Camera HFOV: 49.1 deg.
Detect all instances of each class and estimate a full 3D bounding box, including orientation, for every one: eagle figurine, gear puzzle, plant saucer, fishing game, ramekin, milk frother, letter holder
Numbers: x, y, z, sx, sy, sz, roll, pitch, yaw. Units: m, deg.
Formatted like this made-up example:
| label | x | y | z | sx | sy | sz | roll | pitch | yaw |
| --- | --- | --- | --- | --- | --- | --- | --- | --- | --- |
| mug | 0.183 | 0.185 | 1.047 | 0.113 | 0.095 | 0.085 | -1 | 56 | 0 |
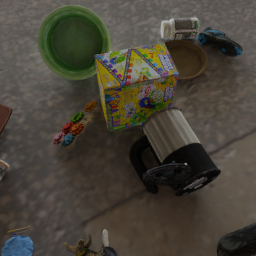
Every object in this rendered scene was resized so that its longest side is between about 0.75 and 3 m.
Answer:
| label | x | y | z | sx | sy | sz | roll | pitch | yaw |
| --- | --- | --- | --- | --- | --- | --- | --- | --- | --- |
| eagle figurine | -0.596 | 3.903 | 7.378 | 2.158 | 1.637 | 1.628 | 24 | 97 | 31 |
| gear puzzle | -1.835 | -0.234 | 10.200 | 1.159 | 0.293 | 2.238 | 10 | 54 | 44 |
| plant saucer | 2.259 | -2.925 | 12.177 | 2.352 | 0.347 | 2.352 | 0 | 59 | 1 |
| fishing game | -3.274 | 3.660 | 8.287 | 0.969 | 0.210 | 1.354 | -15 | 53 | -9 |
| ramekin | -2.067 | -3.346 | 11.086 | 2.697 | 2.697 | 1.317 | -7 | 19 | -4 |
| milk frother | 1.253 | 0.625 | 8.666 | 2.455 | 2.720 | 2.558 | -23 | 61 | -9 |
| letter holder | -5.191 | 0.481 | 9.517 | 1.990 | 1.408 | 2.799 | 18 | 61 | 9 |

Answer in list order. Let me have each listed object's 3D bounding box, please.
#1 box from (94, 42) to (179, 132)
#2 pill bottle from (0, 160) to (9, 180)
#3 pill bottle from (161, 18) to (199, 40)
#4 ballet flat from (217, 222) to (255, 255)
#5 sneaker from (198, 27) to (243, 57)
| label | x | y | z | sx | sy | sz | roll | pitch | yaw |
| --- | --- | --- | --- | --- | --- | --- | --- | --- | --- |
| box | 0.253 | -1.358 | 9.934 | 2.438 | 2.531 | 1.544 | -12 | 59 | -8 |
| pill bottle | -4.453 | 1.536 | 9.365 | 0.532 | 0.532 | 0.914 | 20 | 61 | 12 |
| pill bottle | 2.353 | -4.532 | 12.813 | 1.609 | 0.910 | 0.910 | -3 | 59 | -3 |
| ballet flat | 3.794 | 3.348 | 8.333 | 2.598 | 0.738 | 0.863 | -9 | 35 | -11 |
| sneaker | 4.230 | -3.943 | 12.539 | 2.106 | 0.771 | 0.863 | 34 | 65 | 19 |
